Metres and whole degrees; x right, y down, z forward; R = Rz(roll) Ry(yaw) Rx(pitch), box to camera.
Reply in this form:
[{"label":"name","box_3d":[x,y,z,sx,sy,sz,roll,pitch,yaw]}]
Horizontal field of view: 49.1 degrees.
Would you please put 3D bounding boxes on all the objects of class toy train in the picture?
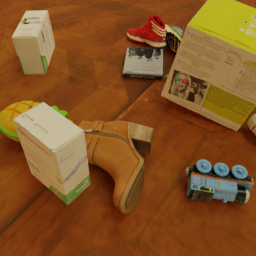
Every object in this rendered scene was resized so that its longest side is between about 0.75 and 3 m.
[{"label":"toy train","box_3d":[2.127,1.308,6.565,1.557,0.675,0.890,9,55,6]}]

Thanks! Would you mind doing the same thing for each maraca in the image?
[{"label":"maraca","box_3d":[-2.549,-0.201,7.791,2.002,1.071,1.373,-7,49,-34]}]

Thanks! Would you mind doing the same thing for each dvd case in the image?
[{"label":"dvd case","box_3d":[0.594,-2.478,10.529,1.445,0.238,1.923,4,46,3]}]

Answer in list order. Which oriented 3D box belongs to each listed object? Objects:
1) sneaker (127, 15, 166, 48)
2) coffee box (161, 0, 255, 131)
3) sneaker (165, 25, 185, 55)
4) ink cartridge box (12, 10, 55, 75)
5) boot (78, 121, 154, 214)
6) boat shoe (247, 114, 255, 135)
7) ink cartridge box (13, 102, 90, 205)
[{"label":"sneaker","box_3d":[0.784,-4.059,11.312,1.988,1.148,0.779,28,42,31]},{"label":"coffee box","box_3d":[2.845,-1.947,8.146,2.507,2.479,2.503,28,51,10]},{"label":"sneaker","box_3d":[1.977,-3.647,11.243,0.896,0.818,2.213,-12,45,-12]},{"label":"ink cartridge box","box_3d":[-3.399,-3.180,10.324,0.871,1.502,2.075,-1,46,-1]},{"label":"boot","box_3d":[-0.565,0.796,6.900,2.058,0.980,2.660,8,39,10]},{"label":"boat shoe","box_3d":[4.829,-0.167,7.900,2.836,1.043,0.947,-17,62,-3]},{"label":"ink cartridge box","box_3d":[-1.651,0.594,6.328,1.401,1.928,0.844,31,53,27]}]
